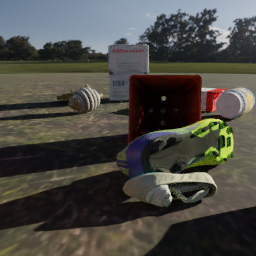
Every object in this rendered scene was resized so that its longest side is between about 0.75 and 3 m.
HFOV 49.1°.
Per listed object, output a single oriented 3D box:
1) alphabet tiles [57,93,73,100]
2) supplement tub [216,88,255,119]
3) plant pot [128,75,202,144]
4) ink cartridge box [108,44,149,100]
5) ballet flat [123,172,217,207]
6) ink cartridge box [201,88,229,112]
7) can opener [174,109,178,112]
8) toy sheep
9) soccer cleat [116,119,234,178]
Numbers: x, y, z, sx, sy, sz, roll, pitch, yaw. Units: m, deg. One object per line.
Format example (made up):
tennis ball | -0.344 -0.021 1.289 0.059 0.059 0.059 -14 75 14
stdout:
alphabet tiles | -2.929 -1.644 14.361 1.415 0.054 1.700 -11 -1 -12
supplement tub | 3.987 -0.930 10.439 1.074 1.074 1.484 11 17 37
plant pot | 0.975 -0.463 7.544 1.753 1.751 1.545 2 4 7
ink cartridge box | 0.053 -2.965 14.999 2.092 2.866 1.208 1 14 3
ballet flat | 0.672 0.931 4.197 1.463 0.508 0.508 -3 14 -17
ink cartridge box | 3.139 -1.291 12.335 2.604 0.876 1.513 8 16 29
can opener | 2.135 -0.892 11.294 0.614 0.486 1.848 24 -2 -30
toy sheep | -1.707 -1.170 11.434 1.626 1.121 1.121 -27 27 -31
soccer cleat | 1.051 0.372 5.487 2.916 0.943 1.220 -8 1 -41
